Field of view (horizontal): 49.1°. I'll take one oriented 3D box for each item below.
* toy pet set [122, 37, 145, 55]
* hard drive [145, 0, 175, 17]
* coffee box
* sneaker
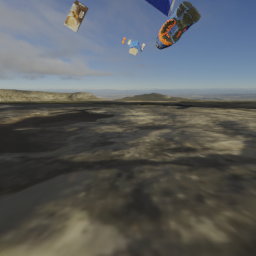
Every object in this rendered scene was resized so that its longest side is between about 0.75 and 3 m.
[{"bbox_3d":[0.283,-3.808,12.584,1.037,0.551,0.968,21,48,-11],"label":"toy pet set"},{"bbox_3d":[0.845,-4.070,8.349,0.169,0.879,1.332,-36,70,-28],"label":"hard drive"},{"bbox_3d":[-1.960,-4.224,10.612,0.553,0.967,0.386,30,41,-14],"label":"coffee box"},{"bbox_3d":[1.462,-3.135,8.565,2.045,0.770,0.802,-45,7,-25],"label":"sneaker"}]
